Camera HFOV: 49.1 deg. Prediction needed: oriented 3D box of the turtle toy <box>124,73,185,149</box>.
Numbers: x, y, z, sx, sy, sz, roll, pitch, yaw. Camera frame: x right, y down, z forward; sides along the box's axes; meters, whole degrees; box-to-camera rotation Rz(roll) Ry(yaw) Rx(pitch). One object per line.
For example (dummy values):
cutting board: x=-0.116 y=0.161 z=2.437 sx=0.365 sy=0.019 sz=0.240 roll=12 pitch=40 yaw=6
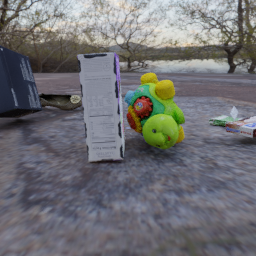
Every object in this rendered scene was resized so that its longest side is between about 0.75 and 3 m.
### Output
turtle toy: x=0.532 y=-0.234 z=5.747 sx=0.983 sy=1.417 sz=1.945 roll=-24 pitch=28 yaw=-10

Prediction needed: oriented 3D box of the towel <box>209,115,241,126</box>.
towel: x=3.081 y=-0.181 z=7.701 sx=1.406 sy=0.164 sz=1.072 roll=8 pitch=13 yaw=40

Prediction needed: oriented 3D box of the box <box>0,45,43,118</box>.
box: x=-3.341 y=-1.216 z=7.830 sx=0.903 sy=1.734 sz=1.579 roll=-15 pitch=-1 yaw=8

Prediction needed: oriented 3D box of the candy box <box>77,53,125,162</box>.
candy box: x=-0.441 y=-0.459 z=5.348 sx=0.652 sy=1.821 sz=1.528 roll=-4 pitch=13 yaw=1

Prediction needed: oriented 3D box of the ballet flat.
ballet flat: x=-2.566 y=-1.037 z=10.249 sx=1.947 sy=0.451 sz=0.656 roll=5 pitch=49 yaw=15

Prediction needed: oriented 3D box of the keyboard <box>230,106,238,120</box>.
keyboard: x=3.094 y=-0.438 z=8.152 sx=0.044 sy=0.235 sz=0.834 roll=-28 pitch=5 yaw=33

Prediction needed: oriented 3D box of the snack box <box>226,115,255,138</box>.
snack box: x=3.049 y=-0.103 z=6.396 sx=1.822 sy=0.221 sz=0.655 roll=-13 pitch=19 yaw=-34
